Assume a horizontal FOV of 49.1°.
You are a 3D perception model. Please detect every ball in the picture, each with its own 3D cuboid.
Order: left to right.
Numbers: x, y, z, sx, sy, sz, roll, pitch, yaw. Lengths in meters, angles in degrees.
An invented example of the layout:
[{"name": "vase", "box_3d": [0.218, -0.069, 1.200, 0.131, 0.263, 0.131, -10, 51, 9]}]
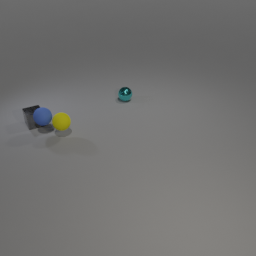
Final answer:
[{"name": "ball", "box_3d": [-3.290, -0.446, 10.809, 0.700, 0.700, 0.700, 0, 32, 0]}, {"name": "ball", "box_3d": [-2.548, -0.245, 10.728, 0.700, 0.700, 0.700, 0, 32, 0]}, {"name": "ball", "box_3d": [-0.135, -1.647, 13.611, 0.700, 0.700, 0.700, 0, 32, 0]}]

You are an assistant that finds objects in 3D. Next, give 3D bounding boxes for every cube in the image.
[{"name": "cube", "box_3d": [-3.914, -0.450, 11.672, 0.700, 0.700, 0.700, -18, 36, -26]}]
